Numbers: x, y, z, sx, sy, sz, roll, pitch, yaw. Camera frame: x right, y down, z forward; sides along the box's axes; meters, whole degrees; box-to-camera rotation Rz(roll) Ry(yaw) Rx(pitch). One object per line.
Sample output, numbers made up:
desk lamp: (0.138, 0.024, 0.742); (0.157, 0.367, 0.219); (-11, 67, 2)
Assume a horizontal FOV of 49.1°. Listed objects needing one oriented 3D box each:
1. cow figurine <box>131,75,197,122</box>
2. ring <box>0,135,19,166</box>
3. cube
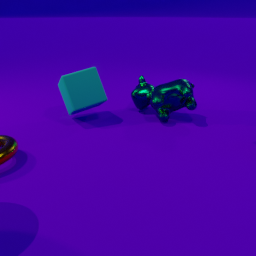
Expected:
cow figurine: (0.951, -0.932, 7.683); (1.720, 0.944, 1.692); (-20, 35, 10)
ring: (-2.787, 0.488, 5.389); (1.306, 0.261, 1.306); (-7, 23, 3)
cube: (-1.201, -0.938, 7.309); (0.908, 0.908, 0.908); (-21, 3, -19)
